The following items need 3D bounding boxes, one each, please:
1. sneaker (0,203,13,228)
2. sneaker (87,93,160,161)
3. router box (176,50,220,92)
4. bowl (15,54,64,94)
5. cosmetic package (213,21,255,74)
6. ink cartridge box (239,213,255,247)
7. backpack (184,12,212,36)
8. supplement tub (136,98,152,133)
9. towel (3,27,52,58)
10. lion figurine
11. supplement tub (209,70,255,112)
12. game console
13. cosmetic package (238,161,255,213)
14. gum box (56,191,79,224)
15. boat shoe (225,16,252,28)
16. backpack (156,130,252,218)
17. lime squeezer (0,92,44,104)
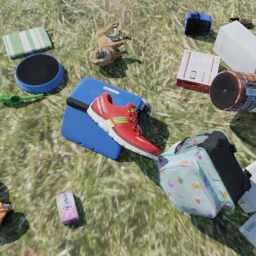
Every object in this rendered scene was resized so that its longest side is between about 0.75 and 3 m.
[{"bbox_3d":[-4.357,2.351,9.006,1.250,0.865,2.231,-5,69,-8],"label":"sneaker"},{"bbox_3d":[-0.061,-0.141,8.608,2.904,1.118,1.233,40,91,24],"label":"sneaker"},{"bbox_3d":[3.039,-2.488,12.123,1.601,0.436,1.784,15,60,9],"label":"router box"},{"bbox_3d":[-3.849,-2.409,12.101,2.054,0.403,2.054,0,58,0],"label":"bowl"},{"bbox_3d":[4.919,-3.258,12.064,0.997,1.387,2.457,-27,63,-15],"label":"cosmetic package"},{"bbox_3d":[4.459,3.176,8.694,1.476,0.330,1.300,-34,64,-19],"label":"ink cartridge box"},{"bbox_3d":[3.384,-5.027,13.384,1.200,0.975,1.007,10,56,7],"label":"backpack"},{"bbox_3d":[0.183,-0.270,10.430,0.997,0.997,1.627,19,59,11],"label":"supplement tub"},{"bbox_3d":[-4.768,-4.075,13.243,2.011,0.235,1.534,-20,61,-13],"label":"towel"},{"bbox_3d":[-1.005,-3.849,12.798,1.692,1.001,2.763,-15,45,0],"label":"lion figurine"},{"bbox_3d":[4.459,-1.319,10.463,2.727,1.459,1.459,-1,54,-32],"label":"supplement tub"},{"bbox_3d":[-0.992,-0.409,10.377,2.475,1.464,2.112,23,55,13],"label":"game console"},{"bbox_3d":[4.533,1.643,9.233,2.375,0.879,1.207,-30,74,-15],"label":"cosmetic package"},{"bbox_3d":[-1.962,2.591,9.060,0.540,0.315,0.952,-16,60,-11],"label":"gum box"},{"bbox_3d":[5.493,-5.226,13.784,1.325,0.489,0.501,-9,59,-6],"label":"boat shoe"},{"bbox_3d":[2.001,1.412,8.395,1.907,2.487,2.186,-36,98,-24],"label":"backpack"},{"bbox_3d":[-4.736,-1.296,11.496,2.398,0.452,0.847,11,28,8],"label":"lime squeezer"}]
